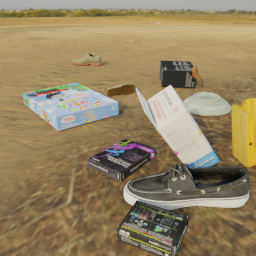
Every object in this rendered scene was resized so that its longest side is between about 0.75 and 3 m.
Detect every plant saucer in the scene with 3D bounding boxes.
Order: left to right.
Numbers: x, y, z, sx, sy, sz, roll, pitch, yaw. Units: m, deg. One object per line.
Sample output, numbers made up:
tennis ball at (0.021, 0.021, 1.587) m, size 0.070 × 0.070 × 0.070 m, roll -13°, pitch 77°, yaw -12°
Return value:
plant saucer at (2.839, -0.946, 10.153) m, size 1.789 × 0.449 × 1.789 m, roll 1°, pitch 25°, yaw 0°

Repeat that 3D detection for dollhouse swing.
dollhouse swing at (3.754, 0.183, 6.395) m, size 2.007 × 1.824 × 1.764 m, roll -4°, pitch 4°, yaw -10°

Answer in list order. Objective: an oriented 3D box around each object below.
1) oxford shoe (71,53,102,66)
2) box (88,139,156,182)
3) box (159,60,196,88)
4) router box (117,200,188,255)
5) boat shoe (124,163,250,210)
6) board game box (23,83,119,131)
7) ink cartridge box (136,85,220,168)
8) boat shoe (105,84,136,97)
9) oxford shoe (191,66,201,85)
oxford shoe at (-2.486, -4.119, 16.675) m, size 1.912 × 0.715 × 0.674 m, roll 3°, pitch 25°, yaw 6°
box at (-0.123, 0.721, 6.768) m, size 1.010 × 0.255 × 1.412 m, roll 18°, pitch 30°, yaw 33°
box at (2.282, -2.570, 13.168) m, size 1.509 × 0.843 × 2.138 m, roll 5°, pitch 25°, yaw 2°
router box at (0.422, 1.667, 4.654) m, size 0.997 × 0.310 × 0.747 m, roll 11°, pitch 27°, yaw 25°
boat shoe at (1.142, 1.048, 5.387) m, size 2.442 × 0.809 × 0.854 m, roll 2°, pitch 26°, yaw 3°
board game box at (-2.081, -0.871, 9.863) m, size 2.243 × 0.543 × 2.966 m, roll -17°, pitch 31°, yaw -34°
ink cartridge box at (1.086, -0.080, 6.140) m, size 0.711 × 2.096 × 1.207 m, roll -33°, pitch 31°, yaw 12°
boat shoe at (-0.332, -1.616, 11.614) m, size 1.292 × 0.466 × 0.465 m, roll -14°, pitch 29°, yaw -15°
oxford shoe at (2.879, -2.191, 11.847) m, size 0.302 × 0.848 × 0.303 m, roll -20°, pitch 15°, yaw 13°
